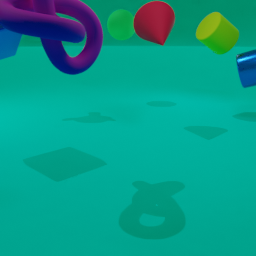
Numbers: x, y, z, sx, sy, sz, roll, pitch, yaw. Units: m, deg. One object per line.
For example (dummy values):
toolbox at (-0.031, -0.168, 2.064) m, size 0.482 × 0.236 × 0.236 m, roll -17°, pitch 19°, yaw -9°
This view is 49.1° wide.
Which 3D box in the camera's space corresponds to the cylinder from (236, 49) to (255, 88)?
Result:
cylinder at (4.092, -1.913, 8.771) m, size 1.117 × 1.117 × 1.117 m, roll -11°, pitch 11°, yaw 30°

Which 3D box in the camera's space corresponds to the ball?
ball at (-0.250, -4.077, 11.100) m, size 1.145 × 1.145 × 1.145 m, roll 0°, pitch 18°, yaw 0°

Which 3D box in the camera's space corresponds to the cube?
cube at (-3.010, -2.105, 5.648) m, size 1.199 × 1.199 × 1.199 m, roll -33°, pitch 0°, yaw -37°

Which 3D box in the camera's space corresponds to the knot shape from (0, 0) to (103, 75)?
knot shape at (-1.119, -1.574, 4.014) m, size 0.843 × 1.825 × 1.708 m, roll -30°, pitch 19°, yaw 20°

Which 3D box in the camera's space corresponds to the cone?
cone at (0.810, -2.533, 7.473) m, size 1.187 × 1.187 × 1.191 m, roll -3°, pitch 49°, yaw -8°

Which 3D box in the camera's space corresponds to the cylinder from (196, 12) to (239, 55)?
cylinder at (2.957, -3.114, 9.279) m, size 1.003 × 1.003 × 1.003 m, roll 25°, pitch 5°, yaw -29°
